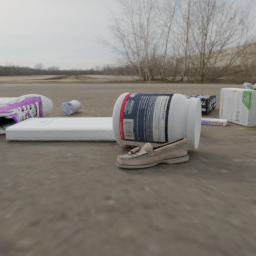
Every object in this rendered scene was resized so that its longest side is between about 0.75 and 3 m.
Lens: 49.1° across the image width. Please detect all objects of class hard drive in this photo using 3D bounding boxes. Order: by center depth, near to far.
[{"bbox_3d":[-1.592,-0.002,7.693,2.758,0.362,1.819,0,11,1],"label":"hard drive"}]

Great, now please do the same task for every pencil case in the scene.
[{"bbox_3d":[-2.397,-0.891,11.894,0.556,0.509,1.226,20,12,4],"label":"pencil case"}]

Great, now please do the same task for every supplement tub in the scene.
[{"bbox_3d":[0.643,-0.141,6.101,1.744,1.224,1.224,4,12,20],"label":"supplement tub"}]

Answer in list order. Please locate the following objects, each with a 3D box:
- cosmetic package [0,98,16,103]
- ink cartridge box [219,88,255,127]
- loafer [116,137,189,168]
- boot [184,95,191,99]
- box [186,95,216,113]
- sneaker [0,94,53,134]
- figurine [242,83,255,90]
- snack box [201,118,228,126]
[{"bbox_3d":[-5.216,-0.701,10.425,2.856,0.738,2.154,-2,14,-9],"label":"cosmetic package"},{"bbox_3d":[3.818,-0.740,9.468,0.686,1.139,1.568,-3,11,-17],"label":"ink cartridge box"},{"bbox_3d":[0.467,0.436,5.212,1.432,0.450,0.515,-4,12,-20],"label":"loafer"},{"bbox_3d":[0.933,-0.493,7.970,2.015,0.756,1.080,-14,-18,-33],"label":"boot"},{"bbox_3d":[2.452,-1.151,12.806,2.796,0.700,2.817,5,12,22],"label":"box"},{"bbox_3d":[-3.235,-0.330,8.391,2.610,0.946,1.488,-18,26,-39],"label":"sneaker"},{"bbox_3d":[6.091,-0.922,10.884,2.908,1.283,2.981,10,12,9],"label":"figurine"},{"bbox_3d":[2.632,-0.230,9.420,1.321,0.161,0.475,5,12,26],"label":"snack box"}]
